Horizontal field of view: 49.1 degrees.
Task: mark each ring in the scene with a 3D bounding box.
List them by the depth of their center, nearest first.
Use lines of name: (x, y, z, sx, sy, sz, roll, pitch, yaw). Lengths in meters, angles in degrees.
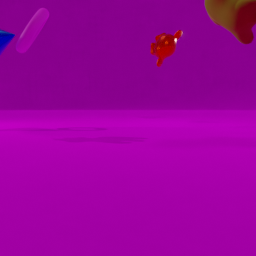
ring: (-2.660, -2.703, 7.804, 0.285, 1.423, 1.423, 33, -9, -22)

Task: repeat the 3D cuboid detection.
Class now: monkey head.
monkey head: (1.639, -3.378, 11.946, 1.258, 1.749, 1.054, 29, 7, -48)

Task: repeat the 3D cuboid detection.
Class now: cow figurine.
cow figurine: (1.534, -2.213, 4.585, 1.522, 0.849, 1.547, 21, 32, -47)

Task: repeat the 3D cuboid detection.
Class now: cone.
cone: (-3.557, -2.319, 7.414, 1.486, 1.481, 1.481, -5, 2, 23)
